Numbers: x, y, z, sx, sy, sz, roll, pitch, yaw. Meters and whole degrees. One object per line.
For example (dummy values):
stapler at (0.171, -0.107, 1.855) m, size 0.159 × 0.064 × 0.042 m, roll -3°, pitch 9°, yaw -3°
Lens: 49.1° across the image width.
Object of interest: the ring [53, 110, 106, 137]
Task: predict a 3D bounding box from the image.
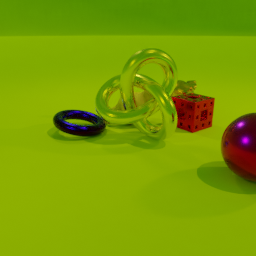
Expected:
ring at (-1.162, -0.137, 6.758) m, size 1.277 × 0.255 × 1.277 m, roll 11°, pitch 21°, yaw -4°

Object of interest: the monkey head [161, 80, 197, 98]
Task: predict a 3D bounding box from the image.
monkey head at (1.722, -1.244, 8.834) m, size 1.415 × 1.018 × 0.852 m, roll 7°, pitch -25°, yaw 47°

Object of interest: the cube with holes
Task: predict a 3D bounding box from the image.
cube with holes at (1.616, -0.409, 7.073) m, size 0.754 × 0.754 × 0.754 m, roll -15°, pitch 24°, yaw -35°

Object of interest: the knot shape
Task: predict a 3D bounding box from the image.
knot shape at (0.350, -0.795, 6.021) m, size 1.956 × 1.831 × 0.904 m, roll 28°, pitch 14°, yaw 9°

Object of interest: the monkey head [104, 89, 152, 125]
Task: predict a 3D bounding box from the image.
monkey head at (0.025, -0.701, 7.198) m, size 1.587 × 1.141 × 0.956 m, roll -26°, pitch 9°, yaw 21°

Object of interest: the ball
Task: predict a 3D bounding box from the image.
ball at (2.098, 0.308, 4.555) m, size 1.127 × 1.127 × 1.127 m, roll 0°, pitch 20°, yaw 0°
